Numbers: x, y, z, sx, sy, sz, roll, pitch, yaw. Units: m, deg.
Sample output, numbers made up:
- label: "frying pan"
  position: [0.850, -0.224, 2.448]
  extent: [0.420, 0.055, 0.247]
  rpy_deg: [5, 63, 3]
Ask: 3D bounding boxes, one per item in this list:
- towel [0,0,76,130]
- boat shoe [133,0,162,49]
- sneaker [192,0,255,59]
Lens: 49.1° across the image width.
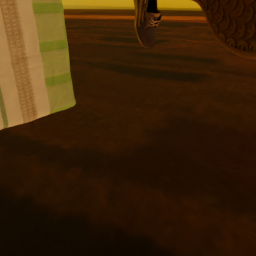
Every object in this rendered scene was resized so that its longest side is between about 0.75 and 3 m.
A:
- label: "towel"
  position: [-1.749, -0.818, 3.319]
  extent: [0.368, 1.788, 2.396]
  rpy_deg: [15, 26, 40]
- label: "boat shoe"
  position: [0.616, -3.358, 8.516]
  extent: [0.701, 1.883, 0.690]
  rpy_deg: [-29, 31, -31]
- label: "sneaker"
  position: [1.564, -1.793, 3.673]
  extent: [1.247, 0.931, 2.778]
  rpy_deg: [-4, 41, -17]
